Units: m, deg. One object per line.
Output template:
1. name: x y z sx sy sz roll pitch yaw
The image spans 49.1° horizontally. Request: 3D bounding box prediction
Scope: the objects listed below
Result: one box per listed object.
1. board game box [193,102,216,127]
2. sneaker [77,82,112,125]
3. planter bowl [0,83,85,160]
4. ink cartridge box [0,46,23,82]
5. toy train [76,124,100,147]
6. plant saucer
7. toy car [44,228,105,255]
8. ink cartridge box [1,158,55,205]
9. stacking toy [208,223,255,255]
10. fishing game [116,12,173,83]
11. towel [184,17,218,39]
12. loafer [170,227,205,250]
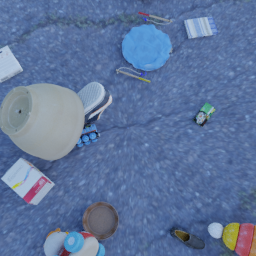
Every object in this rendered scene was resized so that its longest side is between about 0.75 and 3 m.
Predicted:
1. board game box: 2.755 -0.480 10.105 0.455 0.102 0.868 38 77 13
2. sneaker: -1.750 -0.509 9.691 2.742 1.089 1.075 -27 68 18
3. planter bowl: -2.849 -0.326 8.711 2.491 1.676 2.491 -8 74 29
4. ink cartridge box: -4.690 -2.426 10.615 0.948 0.295 1.178 -32 71 -9
5. toy train: -1.490 0.269 9.726 0.991 0.430 0.566 -18 65 -3
6. plant saucer: -0.868 2.959 8.978 1.165 0.213 1.165 0 77 0
7. toy car: -1.876 3.534 8.407 1.706 1.572 1.509 28 73 38
8. ink cartridge box: -3.195 1.718 9.015 1.235 0.897 0.893 37 77 10
9. stacking toy: 3.395 3.331 8.565 1.853 1.354 1.354 15 73 24
10. fishing game: 0.733 -3.070 10.745 1.925 0.418 2.688 16 81 5
11. towel: 2.893 -3.994 11.140 1.211 0.144 0.890 -10 71 -5
12. loafer: 1.879 3.480 8.739 1.157 0.418 0.421 21 73 5
